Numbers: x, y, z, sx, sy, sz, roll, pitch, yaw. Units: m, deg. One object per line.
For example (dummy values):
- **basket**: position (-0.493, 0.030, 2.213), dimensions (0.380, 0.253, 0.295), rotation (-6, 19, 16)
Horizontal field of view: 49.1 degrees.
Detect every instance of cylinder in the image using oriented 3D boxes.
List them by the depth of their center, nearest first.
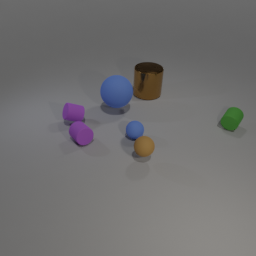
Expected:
- **cylinder**: position (-1.744, 0.189, 10.415), dimensions (0.700, 0.700, 0.700), rotation (-21, 33, -28)
- **cylinder**: position (4.161, -0.375, 11.189), dimensions (0.700, 0.700, 0.700), rotation (21, 46, 29)
- **cylinder**: position (-2.229, -0.631, 11.440), dimensions (0.700, 0.700, 0.700), rotation (10, 25, -32)
- **cylinder**: position (0.975, -2.296, 13.623), dimensions (1.400, 1.400, 1.400), rotation (1, 35, -1)

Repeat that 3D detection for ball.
- **ball**: position (0.539, 0.613, 9.331), dimensions (0.700, 0.700, 0.700), rotation (0, 33, 0)
- **ball**: position (0.264, 0.069, 10.652), dimensions (0.700, 0.700, 0.700), rotation (0, 33, 0)
- **ball**: position (-0.487, -1.559, 12.013), dimensions (1.400, 1.400, 1.400), rotation (0, 33, 0)
